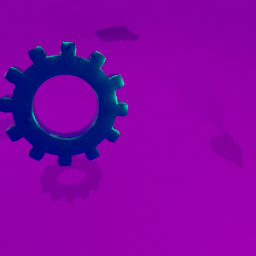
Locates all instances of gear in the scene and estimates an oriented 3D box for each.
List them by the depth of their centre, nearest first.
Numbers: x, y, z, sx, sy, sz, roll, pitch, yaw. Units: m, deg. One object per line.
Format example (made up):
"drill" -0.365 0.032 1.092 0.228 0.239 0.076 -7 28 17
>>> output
"gear" -0.758 -0.274 3.448 1.480 1.480 0.274 -10 17 -11
